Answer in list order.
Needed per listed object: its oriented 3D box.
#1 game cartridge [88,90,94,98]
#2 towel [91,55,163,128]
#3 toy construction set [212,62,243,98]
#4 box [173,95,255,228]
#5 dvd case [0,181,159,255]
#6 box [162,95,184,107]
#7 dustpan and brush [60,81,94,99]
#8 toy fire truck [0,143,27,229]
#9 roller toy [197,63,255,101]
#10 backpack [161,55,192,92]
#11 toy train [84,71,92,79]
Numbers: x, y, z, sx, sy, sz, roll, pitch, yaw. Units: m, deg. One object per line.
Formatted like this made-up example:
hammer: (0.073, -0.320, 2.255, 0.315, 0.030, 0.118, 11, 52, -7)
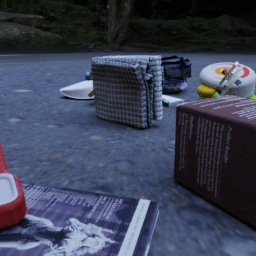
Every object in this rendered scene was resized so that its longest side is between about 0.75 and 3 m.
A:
game cartridge: (-0.923, -1.798, 11.222, 1.223, 0.225, 1.387, -35, 7, 32)
towel: (-0.138, -1.181, 8.711, 1.064, 2.058, 2.486, -19, 24, -40)
toy construction set: (3.016, -0.555, 7.210, 1.018, 1.449, 2.210, -30, 72, -22)
box: (1.927, 0.382, 4.744, 1.504, 1.520, 1.832, -11, 21, -31)
dvd case: (-1.212, 1.420, 3.654, 2.953, 0.236, 2.196, 5, 19, 14)
box: (1.541, -1.110, 11.430, 0.860, 0.216, 1.191, -14, 22, -37)
dustpan and brush: (-1.497, -1.571, 12.348, 2.600, 0.744, 1.814, 6, 25, 38)
toy fire truck: (-3.088, 0.750, 3.762, 2.903, 1.628, 2.438, -11, 33, -28)
roller toy: (3.435, -1.464, 9.900, 2.044, 1.428, 1.864, 0, 35, 9)
backpack: (1.969, -2.627, 13.728, 2.091, 1.691, 2.196, 7, 11, 21)
toy train: (-1.853, -3.630, 18.322, 1.226, 0.897, 2.119, -7, 14, 24)
